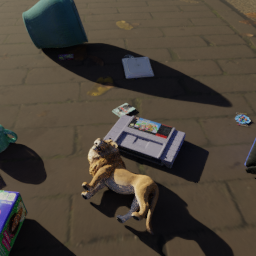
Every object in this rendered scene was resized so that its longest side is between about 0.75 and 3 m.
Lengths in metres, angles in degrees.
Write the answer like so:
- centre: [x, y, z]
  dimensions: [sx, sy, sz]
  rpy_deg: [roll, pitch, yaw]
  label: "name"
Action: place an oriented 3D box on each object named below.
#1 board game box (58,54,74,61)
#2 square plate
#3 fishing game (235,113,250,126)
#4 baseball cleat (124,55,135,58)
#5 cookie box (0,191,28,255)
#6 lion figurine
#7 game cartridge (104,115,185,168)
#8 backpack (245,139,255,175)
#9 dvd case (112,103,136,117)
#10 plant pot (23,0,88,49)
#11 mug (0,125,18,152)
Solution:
- centre: [-3.202, -3.656, 14.460]
  dimensions: [0.766, 0.124, 0.460]
  rpy_deg: [-6, 46, -6]
  label: "board game box"
- centre: [0.466, -2.932, 13.343]
  dimensions: [1.348, 0.192, 1.335]
  rpy_deg: [-6, 56, -8]
  label: "square plate"
- centre: [4.391, -0.348, 10.706]
  dimensions: [0.541, 0.117, 0.756]
  rpy_deg: [10, 43, 15]
  label: "fishing game"
- centre: [0.190, -3.308, 13.859]
  dimensions: [1.080, 0.377, 0.575]
  rpy_deg: [23, 46, 25]
  label: "baseball cleat"
- centre: [-4.000, 2.762, 6.463]
  dimensions: [2.316, 1.018, 2.708]
  rpy_deg: [4, 43, 6]
  label: "cookie box"
- centre: [-0.116, 1.513, 7.943]
  dimensions: [2.998, 1.086, 1.836]
  rpy_deg: [30, 50, 22]
  label: "lion figurine"
- centre: [0.594, 0.350, 9.700]
  dimensions: [2.464, 0.473, 1.597]
  rpy_deg: [17, 48, 19]
  label: "game cartridge"
- centre: [5.297, 0.639, 8.009]
  dimensions: [2.726, 2.215, 2.288]
  rpy_deg: [32, 48, 32]
  label: "backpack"
- centre: [-0.159, -0.703, 11.126]
  dimensions: [0.768, 0.085, 0.561]
  rpy_deg: [-32, 50, -30]
  label: "dvd case"
- centre: [-3.851, -5.492, 14.713]
  dimensions: [2.712, 2.886, 2.886]
  rpy_deg: [-20, 43, -1]
  label: "plant pot"
- centre: [-4.556, 0.257, 9.520]
  dimensions: [1.232, 0.762, 1.013]
  rpy_deg: [-33, 51, -32]
  label: "mug"
